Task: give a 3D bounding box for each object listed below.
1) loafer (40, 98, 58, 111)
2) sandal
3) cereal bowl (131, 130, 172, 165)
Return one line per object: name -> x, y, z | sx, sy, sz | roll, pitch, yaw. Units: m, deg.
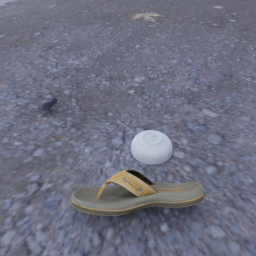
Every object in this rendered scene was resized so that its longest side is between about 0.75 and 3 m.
loafer -> -2.693, -0.776, 9.469 | 0.237, 0.270, 0.753 | -17, 20, 42
sandal -> 0.231, 1.287, 6.128 | 2.918, 0.788, 1.172 | -4, 7, -1
cereal bowl -> 0.666, 0.450, 7.847 | 1.179, 0.491, 1.179 | -1, 39, 1
